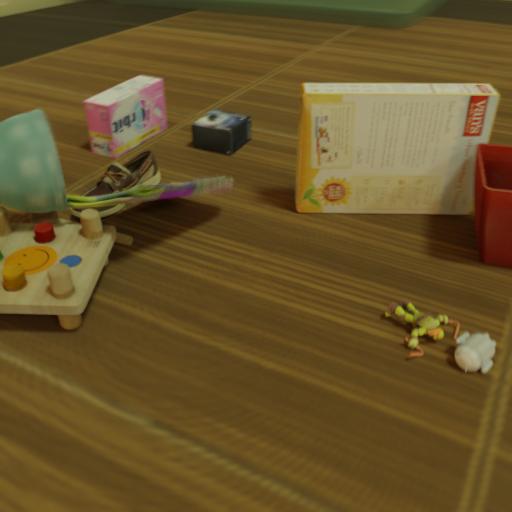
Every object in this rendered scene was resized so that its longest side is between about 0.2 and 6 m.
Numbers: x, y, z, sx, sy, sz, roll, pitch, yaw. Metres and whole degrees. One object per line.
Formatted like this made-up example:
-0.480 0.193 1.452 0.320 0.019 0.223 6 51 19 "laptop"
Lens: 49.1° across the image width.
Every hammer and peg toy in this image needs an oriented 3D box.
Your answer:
-3.326 -0.137 8.888 2.202 1.056 2.994 2 35 3 "hammer and peg toy"

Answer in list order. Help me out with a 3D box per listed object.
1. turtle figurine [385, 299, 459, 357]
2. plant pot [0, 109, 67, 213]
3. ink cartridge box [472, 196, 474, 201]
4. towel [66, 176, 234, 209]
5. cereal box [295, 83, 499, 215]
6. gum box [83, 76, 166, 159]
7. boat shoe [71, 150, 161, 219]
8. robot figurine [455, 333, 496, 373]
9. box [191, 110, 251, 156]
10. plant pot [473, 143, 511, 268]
2.292 0.959 7.940 1.111 0.358 0.896 -25 42 -31 "turtle figurine"
-3.810 -1.415 8.946 1.115 1.665 1.665 -16 38 -23 "plant pot"
4.448 -1.347 11.271 0.735 0.309 0.537 9 36 12 "ink cartridge box"
-1.841 -1.119 9.863 1.874 0.297 2.609 -1 9 37 "towel"
2.433 -1.910 10.258 3.340 2.403 0.660 1 36 0 "cereal box"
-3.004 -3.357 13.308 0.730 1.253 2.207 16 38 22 "gum box"
-2.754 -1.462 11.005 0.803 0.801 2.226 22 41 29 "boat shoe"
2.909 1.288 7.461 0.654 0.370 0.555 -26 67 -32 "robot figurine"
-0.809 -2.933 13.248 1.063 0.655 1.054 15 39 20 "box"
4.483 -0.736 9.316 1.769 1.559 1.767 8 36 12 "plant pot"
